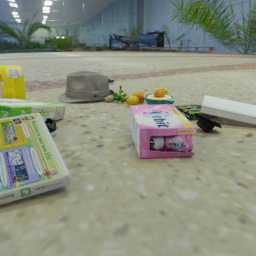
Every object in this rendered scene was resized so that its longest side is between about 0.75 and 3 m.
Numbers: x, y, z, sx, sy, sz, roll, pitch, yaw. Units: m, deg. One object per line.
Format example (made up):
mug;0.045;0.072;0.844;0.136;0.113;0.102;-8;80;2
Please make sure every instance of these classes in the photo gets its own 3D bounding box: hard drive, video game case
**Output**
hard drive;3.883;-0.594;9.825;2.520;0.331;1.662;14;22;14
video game case;-2.911;0.602;5.934;2.656;0.322;2.918;-12;32;-24

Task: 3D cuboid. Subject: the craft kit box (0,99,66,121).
craft kit box;-3.846;-0.624;9.373;2.498;0.614;2.530;6;8;24

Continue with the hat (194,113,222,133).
hat;2.407;-0.091;8.676;0.915;0.369;0.915;29;-2;1

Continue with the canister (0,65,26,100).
canister;-5.351;-1.507;10.813;2.453;1.822;1.062;-12;22;-36

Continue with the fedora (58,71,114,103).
fedora;-1.970;-2.027;13.194;2.712;1.224;2.398;-5;19;-14

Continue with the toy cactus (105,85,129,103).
toy cactus;-0.528;-1.420;12.553;1.054;0.653;1.278;-18;34;-18

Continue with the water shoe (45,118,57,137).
water shoe;-2.582;0.097;7.935;0.524;0.578;1.466;6;20;18

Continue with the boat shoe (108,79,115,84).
boat shoe;-1.241;-2.848;16.983;1.124;0.350;0.419;-15;22;-40

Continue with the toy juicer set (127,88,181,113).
toy juicer set;0.922;-1.191;11.378;1.897;0.811;2.981;-1;19;-4

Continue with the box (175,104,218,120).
box;2.534;-0.627;10.538;1.251;0.297;1.209;-6;22;-20

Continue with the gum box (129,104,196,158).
gum box;0.850;0.021;7.787;1.390;0.810;2.449;-2;19;-5
